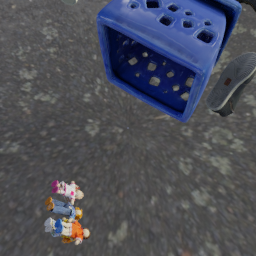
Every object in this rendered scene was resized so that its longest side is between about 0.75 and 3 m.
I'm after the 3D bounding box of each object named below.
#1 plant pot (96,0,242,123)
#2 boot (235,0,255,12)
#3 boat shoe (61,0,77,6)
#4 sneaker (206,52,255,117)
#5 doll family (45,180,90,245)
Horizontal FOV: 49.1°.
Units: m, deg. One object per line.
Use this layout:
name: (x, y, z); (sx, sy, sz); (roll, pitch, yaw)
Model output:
plant pot: (0.920, -1.818, 6.065); (2.307, 2.307, 2.074); (32, 72, 13)
boot: (3.513, -3.604, 8.123); (0.452, 1.168, 0.808); (-13, 90, -33)
boat shoe: (-1.581, -4.272, 7.286); (0.749, 2.085, 0.705); (22, 66, 7)
sneaker: (1.922, -0.760, 5.032); (1.193, 0.634, 0.446); (-51, 54, 13)
doll family: (-1.225, 1.761, 5.602); (0.641, 0.883, 1.423); (-39, 42, 18)
